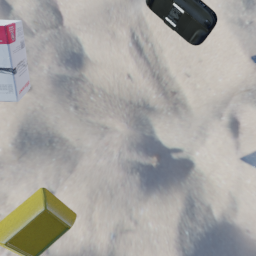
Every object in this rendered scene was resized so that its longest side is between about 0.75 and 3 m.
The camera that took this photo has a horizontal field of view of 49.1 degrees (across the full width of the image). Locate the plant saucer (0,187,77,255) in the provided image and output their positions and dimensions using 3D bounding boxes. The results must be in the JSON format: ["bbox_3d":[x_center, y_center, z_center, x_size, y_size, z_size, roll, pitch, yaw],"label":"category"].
[{"bbox_3d":[-1.442,1.622,4.455,1.101,1.101,0.267,-40,45,-10],"label":"plant saucer"}]

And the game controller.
[{"bbox_3d":[1.250,-2.896,6.871,1.932,1.008,0.407,44,62,8],"label":"game controller"}]

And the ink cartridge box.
[{"bbox_3d":[-2.209,-1.222,5.061,0.549,0.942,1.301,-1,116,-4],"label":"ink cartridge box"}]
